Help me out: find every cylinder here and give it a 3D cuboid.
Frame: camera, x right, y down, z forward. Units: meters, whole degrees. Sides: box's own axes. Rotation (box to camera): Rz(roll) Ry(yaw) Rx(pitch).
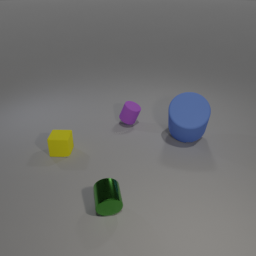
[{"bbox_3d":[2.152,-0.349,10.023,1.400,1.400,1.400,-3,67,7],"label":"cylinder"},{"bbox_3d":[-0.522,1.777,7.230,0.700,0.700,0.700,-5,41,-10],"label":"cylinder"},{"bbox_3d":[0.083,-0.618,11.324,0.700,0.700,0.700,17,34,-12],"label":"cylinder"}]

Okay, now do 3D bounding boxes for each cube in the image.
[{"bbox_3d":[-2.319,0.524,9.690,0.700,0.700,0.700,1,29,2],"label":"cube"}]
